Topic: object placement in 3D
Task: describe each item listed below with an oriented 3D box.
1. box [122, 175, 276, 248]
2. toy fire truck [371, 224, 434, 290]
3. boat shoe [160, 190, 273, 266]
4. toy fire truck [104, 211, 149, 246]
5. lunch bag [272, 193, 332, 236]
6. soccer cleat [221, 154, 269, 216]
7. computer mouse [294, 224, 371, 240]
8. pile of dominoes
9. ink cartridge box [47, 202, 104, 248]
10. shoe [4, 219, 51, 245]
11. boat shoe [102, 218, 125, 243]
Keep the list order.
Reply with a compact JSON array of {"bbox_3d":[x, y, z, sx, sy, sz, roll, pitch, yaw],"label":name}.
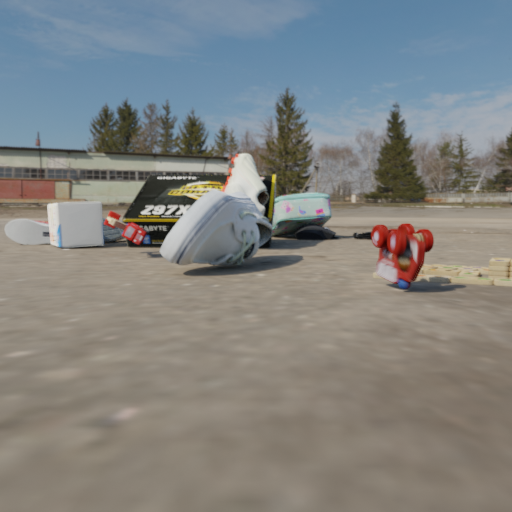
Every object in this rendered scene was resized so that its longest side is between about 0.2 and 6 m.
[{"bbox_3d":[-1.251,-1.163,13.788,3.412,0.842,2.724,1,31,5],"label":"box"},{"bbox_3d":[1.616,0.006,6.276,0.445,0.667,0.794,-4,15,-19],"label":"toy fire truck"},{"bbox_3d":[-0.381,-0.380,8.652,1.012,1.114,3.029,37,24,5],"label":"boat shoe"},{"bbox_3d":[-2.484,-0.534,10.635,0.864,0.299,1.226,28,0,-9],"label":"toy fire truck"},{"bbox_3d":[1.273,-1.241,17.084,1.892,0.909,2.359,-7,-8,-10],"label":"lunch bag"},{"bbox_3d":[-0.207,-1.548,12.818,1.047,0.935,2.700,15,31,-3],"label":"soccer cleat"},{"bbox_3d":[2.403,-0.683,16.192,2.604,0.443,0.763,0,4,1],"label":"computer mouse"},{"bbox_3d":[2.853,0.117,7.637,2.139,0.341,1.668,3,6,27],"label":"pile of dominoes"},{"bbox_3d":[-4.256,-0.754,13.164,1.008,1.026,1.394,-5,6,-28],"label":"ink cartridge box"},{"bbox_3d":[-5.369,-0.583,14.261,1.787,0.639,0.813,4,3,-8],"label":"shoe"},{"bbox_3d":[-3.969,-0.606,14.959,0.606,0.703,1.953,-29,-13,30],"label":"boat shoe"}]
